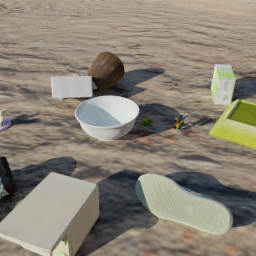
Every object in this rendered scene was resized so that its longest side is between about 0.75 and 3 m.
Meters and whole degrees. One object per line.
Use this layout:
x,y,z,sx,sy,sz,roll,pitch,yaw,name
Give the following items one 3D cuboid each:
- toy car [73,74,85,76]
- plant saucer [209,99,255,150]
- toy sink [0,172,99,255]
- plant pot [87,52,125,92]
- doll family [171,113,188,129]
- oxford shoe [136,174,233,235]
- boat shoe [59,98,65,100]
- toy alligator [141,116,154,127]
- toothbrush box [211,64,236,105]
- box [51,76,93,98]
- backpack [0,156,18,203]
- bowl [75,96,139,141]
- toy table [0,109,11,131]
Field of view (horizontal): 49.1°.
-2.515,-2.418,14.351,0.860,0.826,0.933,-9,20,6,toy car
5.049,-0.239,10.985,2.852,0.683,2.848,20,38,27,plant saucer
-1.765,2.263,6.659,1.398,1.202,2.145,11,29,16,toy sink
-1.321,-2.636,14.069,1.690,1.690,1.808,16,48,23,plant pot
1.954,-0.226,10.777,0.580,1.003,0.394,-29,59,-24,doll family
1.417,2.016,7.475,2.824,1.062,0.815,15,-6,35,oxford shoe
-3.105,-1.756,13.624,0.403,0.366,1.096,1,33,1,boat shoe
0.843,-0.240,11.016,0.259,0.283,0.956,36,39,21,toy alligator
4.469,-2.067,13.242,0.772,1.307,1.795,4,33,7,toothbrush box
-2.501,-1.862,12.505,1.710,0.909,1.302,-4,11,-12,box
-4.164,1.544,7.864,1.732,1.096,1.445,-20,41,-22,backpack
-0.763,-0.239,10.631,2.376,1.068,2.376,0,34,0,bowl
-5.215,-0.279,11.105,0.995,0.634,1.083,12,34,17,toy table
